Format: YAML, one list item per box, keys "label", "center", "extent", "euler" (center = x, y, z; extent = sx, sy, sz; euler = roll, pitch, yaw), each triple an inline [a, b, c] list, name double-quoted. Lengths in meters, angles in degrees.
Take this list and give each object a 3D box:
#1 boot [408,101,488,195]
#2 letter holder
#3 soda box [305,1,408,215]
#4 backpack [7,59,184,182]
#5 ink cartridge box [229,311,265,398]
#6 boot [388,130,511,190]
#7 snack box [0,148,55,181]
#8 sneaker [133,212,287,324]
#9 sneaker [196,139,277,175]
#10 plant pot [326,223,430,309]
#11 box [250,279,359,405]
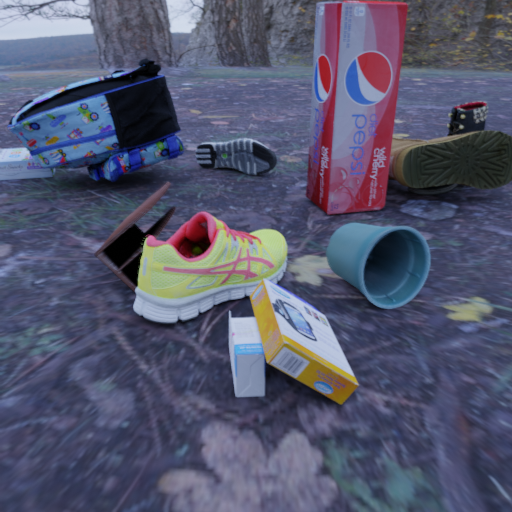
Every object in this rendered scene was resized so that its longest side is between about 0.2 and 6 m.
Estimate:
- label: "boot"
  center: [4.337, -2.421, 12.614]
  extent: [2.275, 1.718, 0.821]
  euler: [-22, 32, -23]
- label: "letter holder"
  center: [-1.530, -0.366, 8.378]
  extent: [1.120, 0.792, 1.575]
  euler: [-40, 14, 16]
- label: "soda box"
  center: [1.866, -2.838, 10.935]
  extent: [1.362, 3.891, 1.234]
  euler: [-6, 24, -15]
- label: "backpack"
  center: [-3.749, -2.898, 12.921]
  extent: [3.385, 2.277, 3.090]
  euler: [-26, 22, -22]
- label: "ink cartridge box"
  center: [-0.112, 1.033, 6.105]
  extent: [0.319, 0.541, 0.940]
  euler: [-2, 24, -7]
- label: "boot"
  center: [3.664, -2.358, 12.960]
  extent: [3.175, 1.199, 3.626]
  euler: [-2, 14, -17]
- label: "snack box"
  center: [-6.108, -2.318, 14.055]
  extent: [1.964, 0.520, 1.397]
  euler: [-6, 24, -15]
- label: "sneaker"
  center: [-0.485, -0.053, 7.795]
  extent: [1.072, 1.238, 2.742]
  euler: [16, 26, 36]
- label: "sneaker"
  center: [-0.291, -2.703, 14.572]
  extent: [2.358, 0.885, 1.362]
  euler: [12, 24, 29]
- label: "plant pot"
  center: [1.625, 0.038, 7.901]
  extent: [1.135, 1.135, 1.111]
  euler: [-11, 18, -24]
- label: "box"
  center: [0.462, 0.852, 6.208]
  extent: [0.975, 0.340, 1.638]
  euler: [33, 13, -18]
